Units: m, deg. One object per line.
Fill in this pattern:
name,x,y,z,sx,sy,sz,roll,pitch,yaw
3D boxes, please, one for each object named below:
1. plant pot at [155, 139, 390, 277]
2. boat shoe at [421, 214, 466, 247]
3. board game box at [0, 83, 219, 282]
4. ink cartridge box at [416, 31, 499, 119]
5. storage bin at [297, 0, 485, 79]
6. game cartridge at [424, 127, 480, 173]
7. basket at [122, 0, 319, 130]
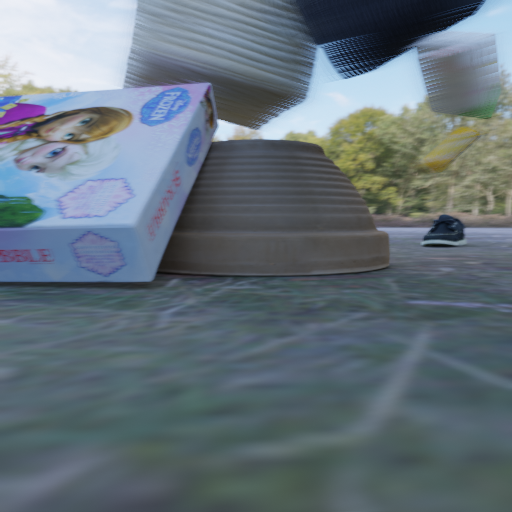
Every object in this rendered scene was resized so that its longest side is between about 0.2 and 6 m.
plant pot,0.020,-0.572,6.537,3.023,1.395,3.023,0,5,0
boat shoe,3.984,-0.541,11.767,0.751,0.666,2.009,3,4,37
board game box,-1.923,-0.801,5.235,2.691,0.555,2.697,-1,38,10
ink cartridge box,2.882,-2.663,7.947,0.910,0.523,1.553,19,-14,32
storage bin,1.033,-2.579,4.805,1.141,1.646,2.434,-24,11,26
game cartridge,2.608,-1.446,7.542,0.680,0.125,0.771,-43,10,16
basket,-0.455,-2.862,7.151,2.262,1.819,2.241,9,-2,-17
